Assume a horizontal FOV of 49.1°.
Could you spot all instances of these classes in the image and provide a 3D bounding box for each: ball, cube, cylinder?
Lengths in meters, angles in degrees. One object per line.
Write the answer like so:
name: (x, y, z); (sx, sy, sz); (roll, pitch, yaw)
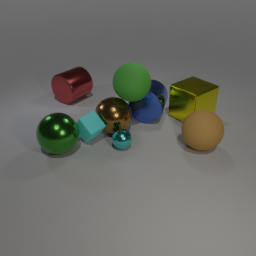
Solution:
ball: (-0.204, 0.374, 9.646); (0.700, 0.700, 0.700); (0, 30, 0)
cube: (2.662, -1.119, 11.500); (1.400, 1.400, 1.400); (-24, 39, -30)
cube: (-1.349, -0.048, 9.900); (0.700, 0.700, 0.700); (-33, 82, -36)
ball: (0.143, -1.660, 10.173); (1.400, 1.400, 1.400); (0, 30, 0)
ball: (-0.547, -0.464, 10.475); (1.400, 1.400, 1.400); (0, 30, 0)
cylinder: (0.856, -1.125, 11.591); (1.400, 1.400, 1.400); (8, 31, 14)
ball: (-2.331, 0.183, 9.342); (1.400, 1.400, 1.400); (0, 30, 0)
cylinder: (-2.608, -2.017, 13.128); (1.400, 1.400, 1.400); (20, 37, 30)
ball: (2.531, 0.071, 9.509); (1.400, 1.400, 1.400); (0, 30, 0)
